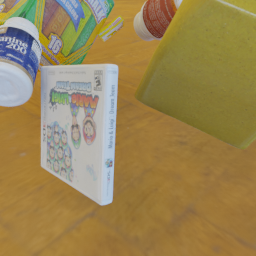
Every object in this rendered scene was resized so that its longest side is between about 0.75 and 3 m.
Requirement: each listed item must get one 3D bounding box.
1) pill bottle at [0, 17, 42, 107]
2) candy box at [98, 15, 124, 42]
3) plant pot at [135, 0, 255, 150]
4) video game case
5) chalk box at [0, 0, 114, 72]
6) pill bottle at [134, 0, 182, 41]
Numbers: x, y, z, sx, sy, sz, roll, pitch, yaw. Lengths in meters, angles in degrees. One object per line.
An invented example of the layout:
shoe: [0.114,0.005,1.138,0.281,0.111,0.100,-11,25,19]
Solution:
pill bottle: [-1.832,-1.117,4.456,0.810,0.810,1.460,-2,50,-3]
candy box: [-0.524,-3.085,8.795,0.856,0.221,1.675,-38,12,7]
plant pot: [1.663,-1.393,4.406,2.229,2.295,2.244,26,67,4]
video game case: [-0.784,-0.029,3.934,0.217,1.670,1.835,-4,12,-40]
chalk box: [-1.663,-2.896,6.338,1.821,1.830,2.941,18,76,33]
pill bottle: [1.163,-3.333,8.146,1.280,1.280,2.282,-21,9,-30]
